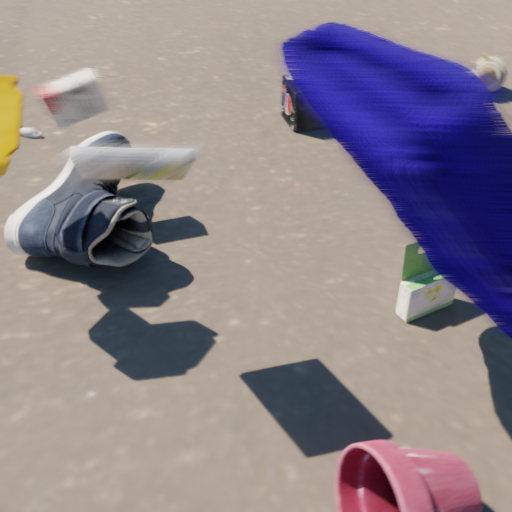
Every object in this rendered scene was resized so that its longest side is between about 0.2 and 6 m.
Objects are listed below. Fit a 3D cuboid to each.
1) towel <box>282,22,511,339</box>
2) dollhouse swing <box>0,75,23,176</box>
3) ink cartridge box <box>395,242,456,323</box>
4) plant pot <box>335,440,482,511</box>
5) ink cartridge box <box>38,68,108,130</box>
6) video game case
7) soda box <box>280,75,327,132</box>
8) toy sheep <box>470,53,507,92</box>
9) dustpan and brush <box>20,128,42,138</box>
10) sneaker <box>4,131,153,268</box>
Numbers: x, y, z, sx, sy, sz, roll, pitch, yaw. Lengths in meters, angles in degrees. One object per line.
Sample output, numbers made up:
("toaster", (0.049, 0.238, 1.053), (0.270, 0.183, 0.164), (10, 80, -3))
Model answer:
("towel", (1.811, -0.529, 5.645), (0.916, 3.697, 2.730), (-44, 37, 5))
("dollhouse swing", (-3.414, -1.497, 7.078), (1.065, 1.030, 1.172), (0, 74, -8))
("ink cartridge box", (2.556, 0.310, 8.239), (0.921, 1.266, 0.304), (-17, 40, -20))
("plant pot", (1.611, 2.527, 5.799), (1.135, 1.268, 1.268), (1, 38, -24))
("ink cartridge box", (-2.991, -2.581, 9.226), (0.899, 0.660, 0.373), (-26, 48, -8))
("video game case", (-1.327, -0.987, 6.074), (1.204, 0.151, 1.323), (-1, -1, -12))
("soda box", (2.117, -3.764, 13.157), (2.976, 1.053, 0.942), (-12, 44, -13))
("toy sheep", (5.946, -4.654, 14.327), (0.954, 0.954, 1.383), (25, 28, 27))
("dustpan and brush", (-5.822, -2.994, 12.772), (1.989, 0.569, 1.388), (7, 52, 18))
("sneaker", (-2.472, -1.010, 9.685), (2.242, 1.180, 3.102), (8, 50, 26))
